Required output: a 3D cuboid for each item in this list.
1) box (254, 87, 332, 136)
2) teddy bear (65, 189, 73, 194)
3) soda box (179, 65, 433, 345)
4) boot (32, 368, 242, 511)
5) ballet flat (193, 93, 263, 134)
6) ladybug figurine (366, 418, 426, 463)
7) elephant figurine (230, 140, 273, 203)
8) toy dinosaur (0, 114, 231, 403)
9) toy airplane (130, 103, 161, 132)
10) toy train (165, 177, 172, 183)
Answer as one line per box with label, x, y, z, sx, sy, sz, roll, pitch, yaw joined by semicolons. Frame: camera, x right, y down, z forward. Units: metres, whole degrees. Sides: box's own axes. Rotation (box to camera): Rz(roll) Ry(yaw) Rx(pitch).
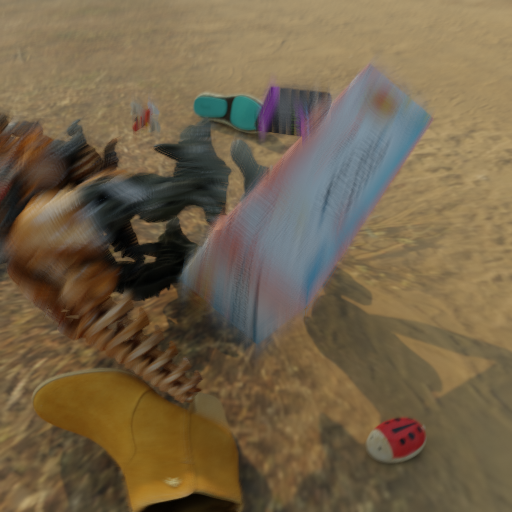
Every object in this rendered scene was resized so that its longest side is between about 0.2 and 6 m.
box;0.645;-2.514;9.821;1.173;0.212;0.838;14;71;25
teddy bear;-5.568;-1.206;10.723;4.236;1.414;3.071;-6;40;-24
soda box;0.808;-0.825;7.372;1.294;1.392;4.069;41;54;-1
boot;-1.259;1.956;5.722;2.235;0.787;1.600;10;22;-13
ballet flat;-0.507;-3.916;15.196;2.803;0.974;0.974;26;41;36
ladybug figurine;1.602;2.048;6.344;0.748;0.269;0.508;-16;36;-23
elephant figurine;0.294;-0.870;8.642;1.832;1.422;1.296;51;50;4
toy dinosaur;-2.182;-0.177;7.606;3.459;2.603;5.096;-13;71;-36
toy airplane;-2.307;-2.868;11.632;0.605;0.607;0.429;-5;-6;-25
toy train;-1.704;-1.461;11.711;1.432;0.404;0.299;-7;33;-10
